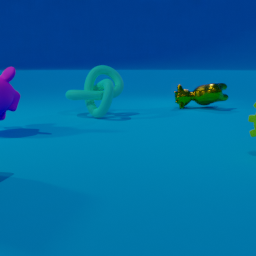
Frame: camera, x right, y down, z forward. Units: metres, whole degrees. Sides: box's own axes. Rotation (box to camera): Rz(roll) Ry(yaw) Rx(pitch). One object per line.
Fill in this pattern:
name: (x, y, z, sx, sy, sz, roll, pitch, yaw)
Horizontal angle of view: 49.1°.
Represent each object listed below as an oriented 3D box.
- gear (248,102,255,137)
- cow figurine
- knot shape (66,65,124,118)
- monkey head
gear: (2.540, -0.076, 4.565, 0.201, 1.085, 1.085, -4, 12, -41)
cow figurine: (2.595, -1.201, 10.203, 1.630, 0.910, 1.657, -5, -2, -37)
knot shape: (-1.100, -1.129, 8.779, 1.740, 0.859, 1.859, -8, 45, 18)
monkey head: (-3.225, -0.789, 6.536, 1.203, 1.672, 1.008, 47, -8, 26)
